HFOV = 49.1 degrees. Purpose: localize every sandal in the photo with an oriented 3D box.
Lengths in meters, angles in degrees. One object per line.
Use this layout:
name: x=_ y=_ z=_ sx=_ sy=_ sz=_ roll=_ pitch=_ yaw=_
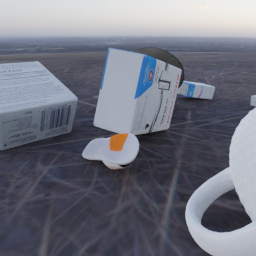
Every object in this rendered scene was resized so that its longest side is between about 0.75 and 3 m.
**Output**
sandal: x=-0.291 y=0.534 z=6.018 sx=1.855 sy=0.532 sz=0.711 roll=-3 pitch=51 yaw=52

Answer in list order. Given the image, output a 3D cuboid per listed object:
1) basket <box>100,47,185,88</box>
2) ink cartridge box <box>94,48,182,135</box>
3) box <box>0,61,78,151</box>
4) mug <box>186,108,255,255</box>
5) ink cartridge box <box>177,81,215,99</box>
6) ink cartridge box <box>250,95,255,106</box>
basket: x=0.379 y=-1.657 z=10.183 sx=2.532 sy=1.910 sz=2.809 roll=18 pitch=34 yaw=23
ink cartridge box: x=0.380 y=-0.882 z=7.346 sx=1.076 sy=1.863 sz=2.552 roll=17 pitch=12 yaw=27
box: x=-2.979 y=-0.741 z=7.721 sx=2.153 sy=1.228 sz=2.341 roll=-16 pitch=47 yaw=-41
mug: x=2.109 y=0.718 z=3.592 sx=2.906 sy=2.146 sz=2.548 roll=-27 pitch=12 yaw=7
ink cartridge box: x=2.904 y=-1.676 z=12.257 sx=1.399 sy=0.592 sz=1.011 roll=1 pitch=17 yaw=-24
ink cartridge box: x=5.439 y=-1.075 z=11.065 sx=0.963 sy=0.400 sz=0.706 roll=-10 pitch=21 yaw=-27
